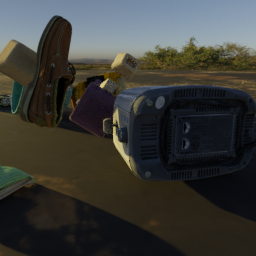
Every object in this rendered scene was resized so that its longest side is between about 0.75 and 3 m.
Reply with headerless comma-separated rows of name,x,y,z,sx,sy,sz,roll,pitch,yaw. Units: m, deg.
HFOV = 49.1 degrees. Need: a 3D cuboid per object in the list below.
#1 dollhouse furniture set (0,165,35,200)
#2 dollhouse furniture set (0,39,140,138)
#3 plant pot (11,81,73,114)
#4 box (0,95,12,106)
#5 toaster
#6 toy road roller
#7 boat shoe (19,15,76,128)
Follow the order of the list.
dollhouse furniture set,-2.603,0.639,3.642,1.333,1.030,2.668,6,15,21
dollhouse furniture set,-1.623,-1.366,7.304,2.894,2.293,2.054,32,-16,-17
plant pot,-3.008,-1.430,9.967,1.741,2.170,2.170,10,7,-31
box,-5.606,-1.215,12.347,1.646,0.364,1.318,-4,15,-15
toaster,0.993,-0.046,5.273,2.792,1.586,1.803,-4,12,-19
toy road roller,-1.190,-1.318,10.839,1.659,1.397,2.273,-5,10,30
boat shoe,-1.375,-1.077,5.503,0.749,2.203,0.792,14,-1,12
